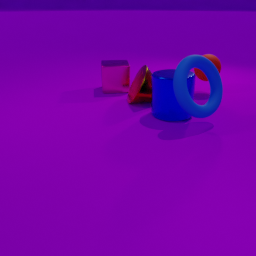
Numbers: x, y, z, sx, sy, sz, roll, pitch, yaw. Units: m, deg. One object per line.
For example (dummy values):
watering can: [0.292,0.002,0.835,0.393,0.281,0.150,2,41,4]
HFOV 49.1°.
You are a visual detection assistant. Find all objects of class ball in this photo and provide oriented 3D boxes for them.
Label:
ball: [2.917,-2.206,10.284,0.975,0.975,0.975,0,25,0]

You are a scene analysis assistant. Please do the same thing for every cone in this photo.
cone: [0.901,-1.224,9.584,1.391,1.386,1.386,23,20,-16]

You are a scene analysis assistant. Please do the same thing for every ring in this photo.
ring: [1.913,-1.116,7.538,1.716,1.716,0.343,-17,4,-32]

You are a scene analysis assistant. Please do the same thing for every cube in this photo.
cube: [-0.485,-1.990,10.774,1.048,1.048,1.048,-3,25,-6]

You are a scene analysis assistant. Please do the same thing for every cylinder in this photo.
cylinder: [1.330,-1.007,8.349,1.263,1.263,1.263,-1,23,1]
